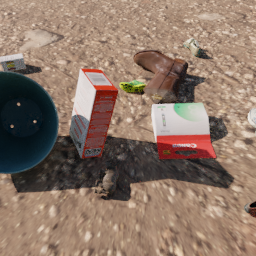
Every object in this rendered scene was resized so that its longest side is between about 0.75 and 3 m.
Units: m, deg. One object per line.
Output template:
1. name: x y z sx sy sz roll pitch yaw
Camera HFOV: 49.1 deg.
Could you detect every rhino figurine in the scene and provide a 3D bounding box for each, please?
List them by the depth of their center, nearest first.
1. rhino figurine: -0.539 1.337 7.817 0.548 0.375 1.254 12 39 2

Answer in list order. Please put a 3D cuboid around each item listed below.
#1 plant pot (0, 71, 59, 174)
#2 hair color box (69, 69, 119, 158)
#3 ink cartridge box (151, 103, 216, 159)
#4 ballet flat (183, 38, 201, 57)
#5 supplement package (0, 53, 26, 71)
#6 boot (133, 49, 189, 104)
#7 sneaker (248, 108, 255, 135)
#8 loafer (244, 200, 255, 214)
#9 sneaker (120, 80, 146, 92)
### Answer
1. plant pot: -3.353 -0.233 8.275 2.736 2.736 1.842 -6 8 -7
2. hair color box: -1.081 -0.411 8.280 0.745 2.330 1.292 -3 38 -31
3. ink cartridge box: 1.785 0.024 9.259 1.828 0.569 2.272 -1 39 -1
4. ballet flat: 3.299 -4.174 14.135 0.538 0.597 1.587 0 39 -16
5. supplement package: -5.231 -2.966 12.747 0.977 0.556 0.535 -15 41 -15
6. boot: 1.018 -2.122 11.604 2.640 0.910 2.832 13 46 18
7. sneaker: 4.560 -0.249 9.437 0.621 0.690 1.599 1 40 1
8. loafer: 3.395 1.861 6.992 0.978 0.307 0.351 -22 59 -5
9. sneaker: 0.197 -1.715 11.443 1.103 0.409 0.461 2 35 -10
